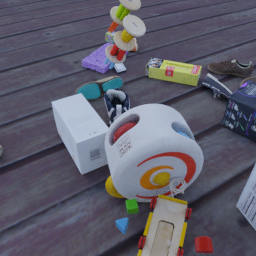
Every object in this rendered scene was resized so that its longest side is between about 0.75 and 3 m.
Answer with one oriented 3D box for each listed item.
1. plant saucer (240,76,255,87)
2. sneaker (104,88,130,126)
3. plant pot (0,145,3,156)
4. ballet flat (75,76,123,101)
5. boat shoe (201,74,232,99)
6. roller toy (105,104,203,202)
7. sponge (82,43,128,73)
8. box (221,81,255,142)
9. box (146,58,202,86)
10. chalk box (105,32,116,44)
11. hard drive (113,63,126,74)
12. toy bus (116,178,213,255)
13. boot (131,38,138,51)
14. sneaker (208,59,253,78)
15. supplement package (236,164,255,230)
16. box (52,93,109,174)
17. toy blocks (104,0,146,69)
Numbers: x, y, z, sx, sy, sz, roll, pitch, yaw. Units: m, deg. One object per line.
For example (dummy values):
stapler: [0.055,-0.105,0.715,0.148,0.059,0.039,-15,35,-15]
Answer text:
plant saucer: [6.138,-1.582,12.441,2.277,0.335,2.277,1,42,0]
sneaker: [-0.390,-1.099,10.936,0.982,1.602,2.461,2,42,1]
plant pot: [-4.879,0.640,9.578,1.043,0.977,0.977,25,46,9]
ballet flat: [-1.317,-1.764,12.492,2.263,0.798,0.739,-17,18,-22]
boat shoe: [4.056,-1.603,12.425,0.647,0.749,2.062,-46,52,13]
roller toy: [0.680,0.812,8.043,2.822,2.574,1.972,-8,42,-9]
sponge: [-1.184,-3.776,14.880,1.385,0.370,2.483,21,45,20]
box: [5.096,-0.406,10.300,2.634,1.397,1.610,33,51,32]
box: [2.176,-2.717,13.479,2.513,0.630,0.946,15,44,16]
chalk box: [-0.874,-5.306,16.482,0.840,0.520,0.523,25,48,26]
hard drive: [-0.485,-3.123,14.068,0.538,0.146,0.771,-21,73,-24]
toy bus: [0.937,2.653,7.100,2.128,1.099,2.008,-21,51,-15]
boot: [0.210,-4.750,15.946,0.641,0.448,1.195,-7,43,0]
sneaker: [5.034,-3.069,13.763,2.090,0.789,0.736,11,43,12]
supplement package: [4.749,2.108,6.843,2.253,2.236,2.969,-16,44,-17]
box: [-1.600,0.128,9.641,1.165,1.487,2.391,-21,46,-22]
toy blocks: [-0.320,-3.246,9.689,0.798,2.197,1.831,3,67,-27]
